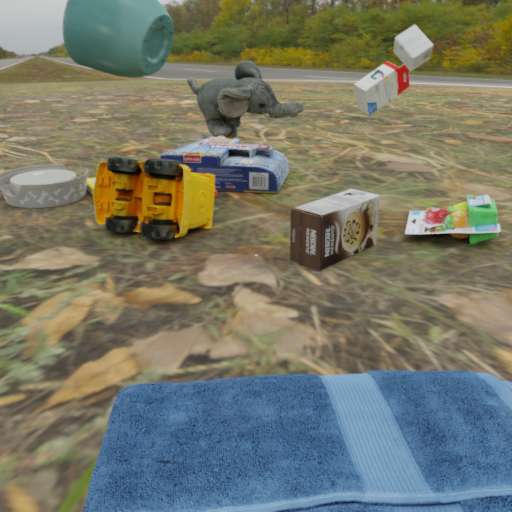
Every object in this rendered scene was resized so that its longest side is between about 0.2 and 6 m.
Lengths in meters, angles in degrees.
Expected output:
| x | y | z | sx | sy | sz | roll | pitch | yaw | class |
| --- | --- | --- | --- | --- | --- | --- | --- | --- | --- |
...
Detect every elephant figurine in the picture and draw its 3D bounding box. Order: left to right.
| x | y | z | sx | sy | sz | roll | pitch | yaw | class |
| --- | --- | --- | --- | --- | --- | --- | --- | --- | --- |
| -0.199 | -2.870 | 10.041 | 1.279 | 1.167 | 1.649 | -2 | -11 | -44 | elephant figurine |

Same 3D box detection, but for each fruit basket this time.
| x | y | z | sx | sy | sz | roll | pitch | yaw | class |
| --- | --- | --- | --- | --- | --- | --- | --- | --- | --- |
| 3.708 | -0.730 | 10.622 | 1.629 | 0.764 | 1.509 | 4 | 22 | 18 | fruit basket |

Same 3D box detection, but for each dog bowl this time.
| x | y | z | sx | sy | sz | roll | pitch | yaw | class |
| --- | --- | --- | --- | --- | --- | --- | --- | --- | --- |
| -4.933 | -1.636 | 13.083 | 2.027 | 0.594 | 2.027 | 0 | 21 | 0 | dog bowl |

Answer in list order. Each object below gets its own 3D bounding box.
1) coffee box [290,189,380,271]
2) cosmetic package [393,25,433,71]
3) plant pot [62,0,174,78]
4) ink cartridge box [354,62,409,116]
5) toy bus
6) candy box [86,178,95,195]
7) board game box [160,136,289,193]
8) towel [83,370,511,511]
| x | y | z | sx | sy | sz | roll | pitch | yaw | class |
| --- | --- | --- | --- | --- | --- | --- | --- | --- | --- |
| 1.379 | -0.487 | 9.709 | 0.681 | 0.964 | 1.705 | 20 | 30 | 40 | coffee box |
| 2.931 | -3.886 | 10.480 | 0.462 | 0.560 | 0.462 | -34 | -17 | -1 | cosmetic package |
| -2.445 | -4.197 | 10.513 | 1.455 | 1.813 | 1.813 | 27 | 28 | 12 | plant pot |
| 2.620 | -3.530 | 11.619 | 1.131 | 0.657 | 0.380 | -36 | 50 | -9 | ink cartridge box |
| -1.806 | -1.173 | 11.074 | 2.140 | 1.452 | 2.055 | 8 | 10 | 27 | toy bus |
| -3.586 | -1.643 | 13.599 | 0.875 | 0.226 | 1.713 | -15 | 26 | -28 | candy box |
| -0.662 | -2.507 | 14.830 | 2.945 | 0.908 | 2.943 | 3 | 23 | 9 | board game box |
| 0.635 | 1.639 | 4.434 | 3.807 | 0.924 | 2.126 | -2 | 21 | -3 | towel |
